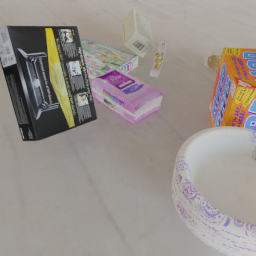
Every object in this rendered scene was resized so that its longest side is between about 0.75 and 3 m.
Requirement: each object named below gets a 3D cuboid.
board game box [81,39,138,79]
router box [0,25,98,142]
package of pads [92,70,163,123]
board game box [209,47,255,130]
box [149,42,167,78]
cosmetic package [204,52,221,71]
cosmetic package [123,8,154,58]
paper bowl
[{"bbox_3d":[-1.254,-2.711,11.146,2.775,0.475,1.866,26,46,27],"label":"board game box"},{"bbox_3d":[-1.936,-1.185,7.051,0.680,2.602,2.046,-2,14,39],"label":"router box"},{"bbox_3d":[-0.061,-1.078,8.976,1.266,0.795,2.101,-29,48,-34],"label":"package of pads"},{"bbox_3d":[3.531,-0.697,7.505,2.095,2.095,2.096,4,40,4],"label":"board game box"},{"bbox_3d":[1.117,-2.517,10.223,0.348,0.325,1.678,15,53,4],"label":"box"},{"bbox_3d":[3.645,-2.521,10.966,0.624,0.421,1.186,-29,48,-30],"label":"cosmetic package"},{"bbox_3d":[0.388,-3.845,11.271,1.021,0.721,1.973,29,38,-28],"label":"cosmetic package"},{"bbox_3d":[2.244,1.303,5.679,2.707,1.408,2.707,0,40,0],"label":"paper bowl"}]
